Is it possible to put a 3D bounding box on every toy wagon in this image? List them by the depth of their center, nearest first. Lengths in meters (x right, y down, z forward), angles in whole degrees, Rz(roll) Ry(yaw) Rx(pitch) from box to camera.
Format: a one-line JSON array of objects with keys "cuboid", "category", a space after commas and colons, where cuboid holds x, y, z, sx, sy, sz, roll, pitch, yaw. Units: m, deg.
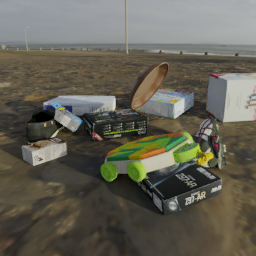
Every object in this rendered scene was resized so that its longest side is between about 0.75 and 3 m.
[{"cuboid": [0.714, 0.606, 6.805, 2.765, 0.547, 2.145, -11, 10, 46], "category": "toy wagon"}]

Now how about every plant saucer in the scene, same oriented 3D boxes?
[{"cuboid": [0.605, -1.378, 8.816, 0.325, 1.777, 1.777, 40, 33, 15], "category": "plant saucer"}]

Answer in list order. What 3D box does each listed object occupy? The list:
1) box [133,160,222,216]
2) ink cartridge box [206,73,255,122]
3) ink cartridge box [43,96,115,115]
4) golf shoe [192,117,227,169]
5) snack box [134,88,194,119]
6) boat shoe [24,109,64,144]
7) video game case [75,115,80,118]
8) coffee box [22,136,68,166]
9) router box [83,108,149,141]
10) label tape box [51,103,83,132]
[{"cuboid": [0.999, 1.139, 6.371, 1.416, 0.385, 1.767, -15, 23, -18], "category": "box"}, {"cuboid": [4.872, -1.355, 11.876, 2.434, 1.760, 1.768, -2, 19, -7], "category": "ink cartridge box"}, {"cuboid": [-2.012, -1.035, 12.649, 2.835, 0.625, 2.888, 0, 11, 0], "category": "ink cartridge box"}, {"cuboid": [2.160, 0.349, 8.153, 1.072, 0.940, 2.435, -8, 18, 13], "category": "golf shoe"}, {"cuboid": [1.608, -1.210, 12.844, 2.214, 0.749, 1.867, 13, 29, 37], "category": "snack box"}, {"cuboid": [-2.874, -0.250, 9.912, 0.995, 0.853, 2.721, -3, 20, 1], "category": "boat shoe"}, {"cuboid": [-2.496, -0.336, 11.355, 0.814, 0.161, 0.899, 3, 19, 12], "category": "video game case"}, {"cuboid": [-2.368, 0.637, 8.031, 0.624, 0.441, 1.105, 17, 25, 41], "category": "coffee box"}, {"cuboid": [-0.474, -0.164, 10.098, 2.029, 0.630, 1.520, -7, 20, -20], "category": "router box"}, {"cuboid": [-2.178, -0.384, 9.680, 1.160, 0.367, 0.836, 35, 7, -3], "category": "label tape box"}]
